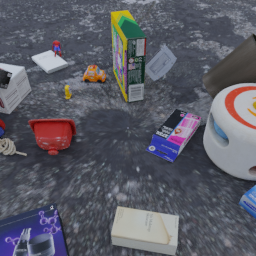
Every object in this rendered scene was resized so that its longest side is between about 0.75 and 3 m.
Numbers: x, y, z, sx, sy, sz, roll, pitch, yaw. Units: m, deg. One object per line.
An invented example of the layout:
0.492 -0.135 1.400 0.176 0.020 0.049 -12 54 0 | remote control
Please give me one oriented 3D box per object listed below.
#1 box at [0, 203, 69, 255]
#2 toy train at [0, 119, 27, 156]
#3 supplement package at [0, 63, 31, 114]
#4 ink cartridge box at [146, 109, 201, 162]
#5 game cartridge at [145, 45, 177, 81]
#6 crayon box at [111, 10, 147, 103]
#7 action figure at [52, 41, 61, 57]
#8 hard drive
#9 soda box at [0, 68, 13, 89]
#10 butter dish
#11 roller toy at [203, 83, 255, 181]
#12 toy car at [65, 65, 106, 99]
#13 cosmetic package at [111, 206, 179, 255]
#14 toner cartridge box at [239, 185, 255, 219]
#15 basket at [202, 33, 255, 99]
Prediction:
-2.412 2.754 5.752 2.309 0.911 1.630 -15 43 -15 | box
-4.346 -0.218 8.251 2.932 1.697 1.241 16 47 17 | toy train
-4.825 -1.516 10.058 1.936 1.073 1.508 11 45 12 | supplement package
1.465 0.171 8.835 0.947 0.371 1.999 23 51 25 | ink cartridge box
1.154 -2.298 10.120 1.167 0.778 0.236 -44 21 8 | game cartridge
-0.009 -2.578 10.132 0.732 2.510 2.166 -10 45 -10 | crayon box
-3.211 -3.485 12.627 0.364 0.552 1.115 -2 52 -18 | action figure
-3.382 -2.872 12.115 0.966 0.195 1.465 -29 50 -28 | hard drive
-4.203 -1.593 8.118 0.650 0.582 1.837 24 4 8 | soda box
-2.190 0.324 8.238 1.290 1.286 0.954 -1 69 -7 | butter dish
3.529 0.015 7.812 2.732 1.909 2.492 24 50 23 | roller toy
-1.581 -1.803 10.680 0.947 0.642 1.931 16 45 17 | toy car
0.398 2.347 6.427 1.452 0.531 0.752 6 44 7 | cosmetic package
3.845 2.190 6.635 1.003 0.456 2.111 -27 50 -25 | toner cartridge box
3.474 -1.761 8.893 1.307 1.922 1.733 27 45 -34 | basket
